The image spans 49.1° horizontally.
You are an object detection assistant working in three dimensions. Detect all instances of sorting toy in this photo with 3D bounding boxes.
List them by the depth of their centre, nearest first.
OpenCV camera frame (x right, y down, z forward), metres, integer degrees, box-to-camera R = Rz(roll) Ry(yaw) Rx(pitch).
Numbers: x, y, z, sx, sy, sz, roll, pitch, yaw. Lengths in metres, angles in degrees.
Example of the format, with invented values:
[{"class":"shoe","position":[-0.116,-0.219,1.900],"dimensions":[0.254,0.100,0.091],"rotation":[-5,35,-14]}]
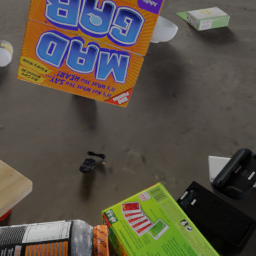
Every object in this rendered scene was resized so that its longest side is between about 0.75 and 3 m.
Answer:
[{"class":"sorting toy","position":[-3.782,1.539,5.760],"dimensions":[2.497,0.874,2.512],"rotation":[28,39,18]}]

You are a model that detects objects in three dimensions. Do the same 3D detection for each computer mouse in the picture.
[{"class":"computer mouse","position":[-0.889,0.942,7.221],"dimensions":[0.570,0.187,0.812],"rotation":[9,36,7]}]

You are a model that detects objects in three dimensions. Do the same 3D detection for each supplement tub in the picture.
[{"class":"supplement tub","position":[-1.479,2.359,4.772],"dimensions":[2.331,1.428,1.428],"rotation":[-3,43,-4]},{"class":"supplement tub","position":[-4.910,-2.909,10.967],"dimensions":[0.691,0.691,0.957],"rotation":[-8,44,-8]}]

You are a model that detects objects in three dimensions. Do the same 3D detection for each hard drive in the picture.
[{"class":"hard drive","position":[2.637,1.090,7.059],"dimensions":[1.144,0.153,0.755],"rotation":[6,44,6]}]

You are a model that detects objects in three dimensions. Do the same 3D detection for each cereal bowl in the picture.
[{"class":"cereal bowl","position":[1.022,-4.320,12.122],"dimensions":[2.121,0.883,2.121],"rotation":[17,32,-11]}]

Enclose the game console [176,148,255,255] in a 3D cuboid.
[{"class":"game console","position":[2.379,1.464,6.396],"dimensions":[1.599,0.327,2.712],"rotation":[32,58,30]}]

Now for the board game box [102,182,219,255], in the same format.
[{"class":"board game box","position":[0.800,2.486,5.173],"dimensions":[1.445,0.677,2.846],"rotation":[-22,47,-22]}]

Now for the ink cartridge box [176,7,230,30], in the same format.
[{"class":"ink cartridge box","position":[3.702,-5.718,14.124],"dimensions":[1.705,0.562,2.343],"rotation":[-14,47,-14]}]

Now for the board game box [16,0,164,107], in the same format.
[{"class":"board game box","position":[-0.752,-1.783,5.172],"dimensions":[1.896,1.895,1.894],"rotation":[13,23,-16]}]
